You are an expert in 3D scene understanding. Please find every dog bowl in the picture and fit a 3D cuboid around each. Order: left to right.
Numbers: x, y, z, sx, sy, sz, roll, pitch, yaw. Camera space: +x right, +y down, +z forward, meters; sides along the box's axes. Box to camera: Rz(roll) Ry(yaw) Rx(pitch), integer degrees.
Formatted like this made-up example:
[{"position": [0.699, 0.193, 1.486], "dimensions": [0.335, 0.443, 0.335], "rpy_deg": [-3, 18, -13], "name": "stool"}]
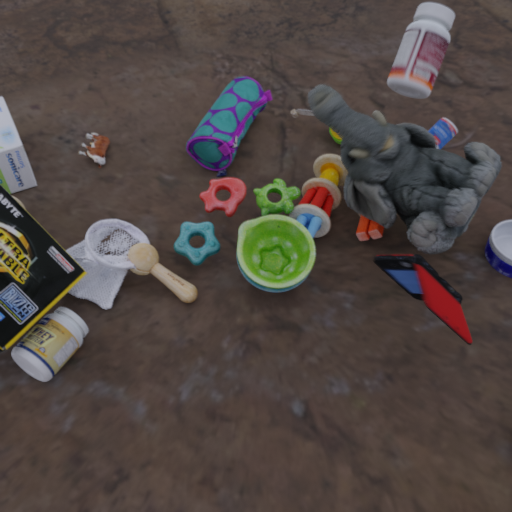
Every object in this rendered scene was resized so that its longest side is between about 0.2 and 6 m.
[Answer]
[{"position": [4.922, -0.117, 10.475], "dimensions": [1.154, 0.454, 1.154], "rpy_deg": [0, 49, 0], "name": "dog bowl"}]

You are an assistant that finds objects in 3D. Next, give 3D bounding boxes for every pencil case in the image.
[{"position": [-0.584, -2.960, 12.534], "dimensions": [1.147, 1.056, 2.481], "rpy_deg": [3, 48, 26], "name": "pencil case"}]

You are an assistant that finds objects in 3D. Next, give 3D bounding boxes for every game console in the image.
[{"position": [2.377, 0.624, 8.045], "dimensions": [1.158, 1.344, 0.798], "rpy_deg": [0, 60, 49], "name": "game console"}]

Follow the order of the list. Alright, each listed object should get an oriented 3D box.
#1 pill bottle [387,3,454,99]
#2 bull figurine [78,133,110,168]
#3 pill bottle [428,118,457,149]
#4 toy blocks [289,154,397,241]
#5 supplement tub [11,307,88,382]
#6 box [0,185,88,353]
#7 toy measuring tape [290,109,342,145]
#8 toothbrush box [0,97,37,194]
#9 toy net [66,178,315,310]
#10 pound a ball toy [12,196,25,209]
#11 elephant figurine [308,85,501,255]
[{"position": [2.703, -3.332, 9.141], "dimensions": [0.736, 0.736, 1.344], "rpy_deg": [22, 95, 18], "name": "pill bottle"}, {"position": [-3.582, -2.369, 12.464], "dimensions": [0.603, 0.323, 0.993], "rpy_deg": [21, 41, -16], "name": "bull figurine"}, {"position": [3.723, -2.425, 11.606], "dimensions": [0.803, 0.451, 0.451], "rpy_deg": [-45, 57, 6], "name": "pill bottle"}, {"position": [1.706, -0.831, 10.846], "dimensions": [1.937, 0.844, 2.324], "rpy_deg": [16, 52, 13], "name": "toy blocks"}, {"position": [-3.277, 1.399, 8.971], "dimensions": [0.751, 0.751, 1.041], "rpy_deg": [23, 53, 19], "name": "supplement tub"}, {"position": [-4.035, 0.075, 8.519], "dimensions": [2.259, 0.557, 1.804], "rpy_deg": [49, 53, -13], "name": "box"}, {"position": [1.672, -2.935, 12.822], "dimensions": [1.964, 0.723, 0.723], "rpy_deg": [12, 50, 21], "name": "toy measuring tape"}, {"position": [-6.263, -2.026, 11.666], "dimensions": [2.686, 1.156, 1.956], "rpy_deg": [-20, 52, -18], "name": "toothbrush box"}, {"position": [-1.359, -0.353, 9.924], "dimensions": [4.627, 0.894, 2.427], "rpy_deg": [-4, 72, -5], "name": "toy net"}, {"position": [-5.359, -0.004, 9.828], "dimensions": [1.984, 1.292, 3.042], "rpy_deg": [-5, 50, -4], "name": "pound a ball toy"}, {"position": [2.429, -1.572, 9.838], "dimensions": [3.115, 2.417, 2.204], "rpy_deg": [32, 45, 18], "name": "elephant figurine"}]
